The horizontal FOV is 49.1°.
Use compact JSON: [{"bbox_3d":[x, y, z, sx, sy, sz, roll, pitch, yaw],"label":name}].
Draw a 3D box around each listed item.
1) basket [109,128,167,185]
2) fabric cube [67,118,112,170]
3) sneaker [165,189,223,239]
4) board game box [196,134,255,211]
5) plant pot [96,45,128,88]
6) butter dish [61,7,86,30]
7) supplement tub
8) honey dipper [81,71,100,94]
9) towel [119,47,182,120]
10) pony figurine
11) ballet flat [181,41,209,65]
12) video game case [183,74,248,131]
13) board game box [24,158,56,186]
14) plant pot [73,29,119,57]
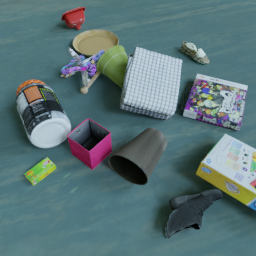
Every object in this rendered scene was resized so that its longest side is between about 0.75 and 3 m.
[{"bbox_3d":[0.465,0.854,9.414,1.554,1.172,1.723,18,46,32],"label":"basket"},{"bbox_3d":[-1.295,0.544,9.687,1.088,1.084,1.067,32,57,24],"label":"fabric cube"},{"bbox_3d":[2.001,2.528,8.342,2.033,0.611,1.060,-9,56,-9],"label":"sneaker"},{"bbox_3d":[3.894,1.481,8.864,2.813,0.567,2.152,31,41,24],"label":"board game box"},{"bbox_3d":[-0.319,-2.501,12.172,1.541,1.541,1.463,-32,71,-24],"label":"plant pot"},{"bbox_3d":[-2.851,-5.857,15.267,1.346,0.995,1.342,-25,12,-13],"label":"butter dish"},{"bbox_3d":[-3.213,-0.600,10.373,1.529,1.529,2.495,-22,52,-17],"label":"supplement tub"},{"bbox_3d":[-1.344,-2.527,12.738,0.540,0.540,2.844,21,57,17],"label":"honey dipper"},{"bbox_3d":[0.869,-1.728,11.088,2.138,1.105,2.582,13,67,-8],"label":"towel"},{"bbox_3d":[-1.857,-2.719,12.209,2.082,1.734,2.010,-26,13,-18],"label":"pony figurine"},{"bbox_3d":[3.236,-3.700,13.582,0.583,0.647,1.719,-35,58,-19],"label":"ballet flat"},{"bbox_3d":[3.636,-1.132,11.535,2.215,0.438,2.444,17,52,14],"label":"video game case"},{"bbox_3d":[-2.955,1.460,9.466,0.476,0.223,0.937,36,58,26],"label":"board game box"},{"bbox_3d":[-1.627,-4.290,14.310,2.334,0.321,2.334,0,49,1],"label":"plant pot"}]
